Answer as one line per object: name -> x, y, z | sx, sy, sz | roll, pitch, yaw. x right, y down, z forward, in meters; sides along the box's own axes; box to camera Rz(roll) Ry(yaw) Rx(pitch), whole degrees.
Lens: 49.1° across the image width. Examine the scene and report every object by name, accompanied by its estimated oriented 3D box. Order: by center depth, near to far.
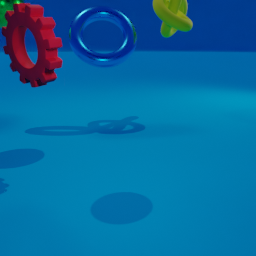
gear -> -1.619, -1.354, 4.664 | 1.308, 1.308, 0.242 | 13, 26, 36
ring -> -0.681, -2.519, 7.699 | 1.879, 1.879, 0.376 | -2, -16, -8
ball -> -3.625, -3.530, 7.975 | 1.301, 1.301, 1.301 | 0, 17, 0
knot shape -> 1.269, -3.457, 8.088 | 0.954, 2.065, 1.933 | -11, 45, 14
